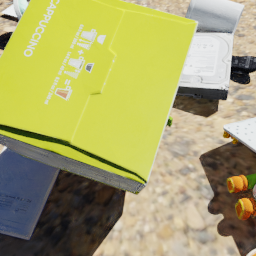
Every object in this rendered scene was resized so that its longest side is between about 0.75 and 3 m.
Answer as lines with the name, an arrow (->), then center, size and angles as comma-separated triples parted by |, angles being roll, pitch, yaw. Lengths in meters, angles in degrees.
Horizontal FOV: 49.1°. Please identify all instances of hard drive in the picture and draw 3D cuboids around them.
hard drive -> 2.444, -2.211, 9.505 | 2.032, 0.550, 2.908 | 7, 54, 18
hard drive -> -2.706, 1.332, 7.027 | 1.661, 0.319, 2.518 | 10, 52, 8

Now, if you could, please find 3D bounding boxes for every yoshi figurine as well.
yoshi figurine -> 3.635, 1.461, 6.639 | 2.333, 1.311, 1.306 | -13, 17, 5

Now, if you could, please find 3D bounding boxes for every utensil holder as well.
utensil holder -> 3.253, -4.169, 10.706 | 1.829, 1.555, 1.555 | 23, 55, 14

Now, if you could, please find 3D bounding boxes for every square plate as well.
square plate -> -4.693, -5.177, 12.362 | 1.210, 0.174, 1.221 | 21, 54, 16

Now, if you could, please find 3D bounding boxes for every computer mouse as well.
computer mouse -> 3.797, -2.424, 10.017 | 1.875, 0.432, 1.317 | 7, 54, 20

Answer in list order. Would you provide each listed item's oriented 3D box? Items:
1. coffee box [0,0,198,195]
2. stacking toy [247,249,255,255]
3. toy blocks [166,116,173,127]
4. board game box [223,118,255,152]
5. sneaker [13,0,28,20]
coffee box -> -0.633, -0.532, 5.627 | 2.886, 2.854, 2.881 | 18, 74, 5
stacking toy -> 2.822, 2.721, 4.850 | 1.350, 1.848, 1.350 | -3, 63, 5
toy blocks -> -0.553, -0.192, 7.647 | 2.893, 1.445, 1.977 | 35, 66, 21
board game box -> 4.225, 0.473, 6.952 | 2.680, 0.347, 2.681 | -11, 34, -23
sneaker -> -3.220, -4.090, 10.590 | 1.613, 1.006, 2.735 | -26, 73, 0
